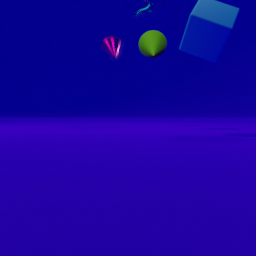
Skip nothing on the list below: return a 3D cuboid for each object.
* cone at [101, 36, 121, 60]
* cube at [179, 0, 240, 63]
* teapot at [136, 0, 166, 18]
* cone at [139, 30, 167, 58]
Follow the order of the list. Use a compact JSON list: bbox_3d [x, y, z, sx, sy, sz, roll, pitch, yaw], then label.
[{"bbox_3d":[-0.621,-3.213,11.795,0.890,0.894,0.890,-13,-27,-7],"label":"cone"},{"bbox_3d":[1.393,-1.691,4.830,0.702,0.702,0.702,23,-36,9],"label":"cube"},{"bbox_3d":[0.633,-3.661,7.249,0.801,1.636,1.017,21,16,21],"label":"teapot"},{"bbox_3d":[0.914,-2.839,10.168,1.063,1.063,1.067,0,38,3],"label":"cone"}]
